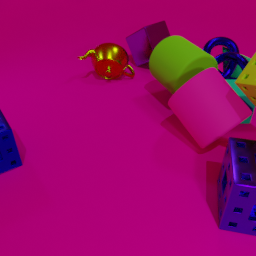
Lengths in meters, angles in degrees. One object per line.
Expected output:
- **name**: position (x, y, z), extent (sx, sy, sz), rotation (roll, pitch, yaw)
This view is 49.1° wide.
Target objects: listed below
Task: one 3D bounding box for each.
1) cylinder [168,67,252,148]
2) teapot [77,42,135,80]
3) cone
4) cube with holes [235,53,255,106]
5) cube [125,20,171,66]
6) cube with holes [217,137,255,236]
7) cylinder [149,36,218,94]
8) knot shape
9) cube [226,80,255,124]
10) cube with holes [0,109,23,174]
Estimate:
- **cylinder**: position (1.806, -0.441, 6.300), extent (1.321, 1.321, 1.321), rotation (-28, 77, -32)
- **teapot**: position (-0.655, -2.107, 9.051), extent (1.989, 1.237, 0.974), rotation (18, 53, -21)
- **cone**: position (3.135, -1.972, 8.366), extent (1.244, 1.248, 1.244), rotation (-35, 28, 22)
- **cube with holes**: position (2.800, -0.870, 5.070), extent (0.958, 0.958, 0.958), rotation (-54, 27, -2)
- **cube**: position (0.796, -2.980, 9.919), extent (1.095, 1.095, 1.095), rotation (-31, 13, -35)
- **cube with holes**: position (2.262, 1.031, 4.848), extent (1.159, 1.159, 1.159), rotation (8, 38, 10)
- **cylinder**: position (1.479, -1.618, 7.641), extent (1.363, 1.363, 1.363), rotation (-16, 44, -21)
- **knot shape**: position (2.620, -1.674, 8.021), extent (0.735, 1.488, 1.590), rotation (-7, 58, -49)
- **cube**: position (2.768, -0.706, 7.412), extent (0.866, 0.866, 0.866), rotation (0, 37, 0)
- **cube with holes**: position (-2.975, 0.336, 5.908), extent (0.997, 0.997, 0.997), rotation (-22, 42, -27)
